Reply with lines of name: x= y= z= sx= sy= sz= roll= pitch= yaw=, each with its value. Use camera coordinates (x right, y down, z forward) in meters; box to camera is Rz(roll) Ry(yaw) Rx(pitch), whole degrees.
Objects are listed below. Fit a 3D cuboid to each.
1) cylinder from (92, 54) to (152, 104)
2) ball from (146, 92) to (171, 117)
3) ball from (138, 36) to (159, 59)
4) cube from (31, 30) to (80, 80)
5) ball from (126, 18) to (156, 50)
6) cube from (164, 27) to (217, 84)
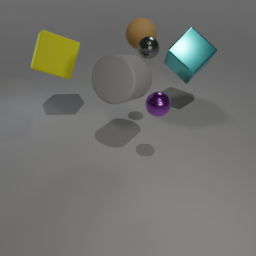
cylinder: x=-0.146 y=-1.499 z=8.470 sx=1.400 sy=1.400 sz=1.400 roll=15 pitch=18 yaw=22
ball: x=0.836 y=-0.659 z=7.763 sx=0.700 sy=0.700 sz=0.700 roll=0 pitch=32 yaw=0
ball: x=0.655 y=-2.570 z=8.972 sx=0.700 sy=0.700 sz=0.700 roll=0 pitch=32 yaw=0
cube: x=-2.789 y=-2.738 z=10.627 sx=1.400 sy=1.400 sz=1.400 roll=13 pitch=8 yaw=-24
ball: x=0.597 y=-4.311 z=12.862 sx=1.400 sy=1.400 sz=1.400 roll=0 pitch=32 yaw=0
cube: x=2.513 y=-2.931 z=11.520 sx=1.400 sy=1.400 sz=1.400 roll=44 pitch=85 yaw=6
